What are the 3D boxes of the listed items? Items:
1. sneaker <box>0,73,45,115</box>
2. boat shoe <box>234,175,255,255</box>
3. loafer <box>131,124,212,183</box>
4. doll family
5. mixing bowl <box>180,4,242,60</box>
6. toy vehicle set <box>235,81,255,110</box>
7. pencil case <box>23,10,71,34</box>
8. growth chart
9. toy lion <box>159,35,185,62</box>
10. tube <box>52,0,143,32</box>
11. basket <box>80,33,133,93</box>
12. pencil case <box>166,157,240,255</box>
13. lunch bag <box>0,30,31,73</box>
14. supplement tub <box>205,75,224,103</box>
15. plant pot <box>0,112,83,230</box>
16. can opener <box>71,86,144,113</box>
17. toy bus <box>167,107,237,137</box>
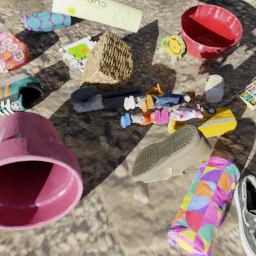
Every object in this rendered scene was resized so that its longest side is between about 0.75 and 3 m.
[{"bbox_3d":[-4.260,-0.929,9.765,2.833,1.011,1.132,-37,59,-24],"label":"sneaker"},{"bbox_3d":[3.467,2.479,7.552,0.867,0.780,2.451,-3,55,-2],"label":"boat shoe"},{"bbox_3d":[0.923,0.770,6.452,0.815,2.417,0.919,30,53,-19],"label":"loafer"},{"bbox_3d":[0.880,-0.620,6.863,1.432,2.307,1.039,-7,93,-33],"label":"doll family"},{"bbox_3d":[3.201,-3.675,11.410,2.431,1.317,2.431,2,60,-3],"label":"mixing bowl"},{"bbox_3d":[4.808,-1.281,10.519,1.340,0.178,0.833,-33,61,-20],"label":"toy vehicle set"},{"bbox_3d":[-3.583,-4.847,12.564,2.030,0.864,0.938,-17,69,-12],"label":"pencil case"},{"bbox_3d":[-1.537,-2.898,11.539,1.729,0.212,2.389,-39,69,-24],"label":"growth chart"},{"bbox_3d":[1.817,-3.318,11.369,0.392,1.093,1.140,-35,62,-22],"label":"toy lion"},{"bbox_3d":[-0.868,-3.444,8.114,2.572,0.668,0.746,15,90,-10],"label":"tube"},{"bbox_3d":[-0.772,-2.288,10.804,1.444,1.507,2.023,23,58,-27],"label":"basket"},{"bbox_3d":[2.098,2.100,7.638,1.227,1.227,2.777,26,61,17],"label":"pencil case"},{"bbox_3d":[-5.098,-3.110,11.417,1.647,0.766,1.870,-36,62,-22],"label":"lunch bag"},{"bbox_3d":[3.196,-1.443,10.345,0.647,0.647,0.890,11,57,7],"label":"supplement tub"},{"bbox_3d":[-2.784,0.952,7.674,2.750,2.750,2.461,-15,41,-10],"label":"plant pot"},{"bbox_3d":[-0.699,-1.133,9.991,2.605,0.871,0.695,-11,56,-7],"label":"can opener"},{"bbox_3d":[2.441,-0.119,9.416,2.107,0.686,0.825,-10,57,-8],"label":"toy bus"}]
